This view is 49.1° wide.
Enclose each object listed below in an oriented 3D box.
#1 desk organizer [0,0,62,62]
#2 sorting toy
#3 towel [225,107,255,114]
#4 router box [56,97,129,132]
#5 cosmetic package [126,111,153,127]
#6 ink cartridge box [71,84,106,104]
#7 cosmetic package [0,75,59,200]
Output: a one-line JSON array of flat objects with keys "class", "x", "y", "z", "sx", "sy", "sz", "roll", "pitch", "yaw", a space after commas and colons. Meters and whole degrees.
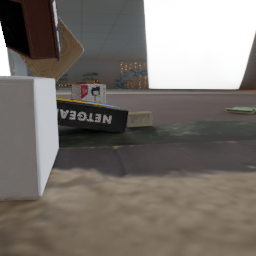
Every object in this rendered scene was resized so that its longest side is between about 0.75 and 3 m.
[{"class": "desk organizer", "x": -1.838, "y": -2.621, "z": 4.571, "sx": 1.118, "sy": 2.904, "sz": 1.041, "roll": -5, "pitch": 32, "yaw": -8}, {"class": "sorting toy", "x": -2.959, "y": -2.974, "z": 10.229, "sx": 2.154, "sy": 2.327, "sz": 0.424, "roll": -41, "pitch": -4, "yaw": 20}, {"class": "towel", "x": 5.739, "y": -0.924, "z": 13.935, "sx": 1.368, "sy": 0.210, "sz": 1.793, "roll": 6, "pitch": 12, "yaw": 37}, {"class": "router box", "x": -1.656, "y": -0.496, "z": 8.723, "sx": 2.852, "sy": 0.728, "sz": 2.127, "roll": 6, "pitch": 7, "yaw": -20}, {"class": "cosmetic package", "x": 0.351, "y": -0.302, "z": 9.464, "sx": 0.929, "sy": 0.488, "sz": 0.330, "roll": -3, "pitch": 10, "yaw": -23}, {"class": "ink cartridge box", "x": -1.977, "y": -1.577, "z": 14.382, "sx": 0.761, "sy": 1.340, "sz": 1.839, "roll": 7, "pitch": 12, "yaw": 35}, {"class": "cosmetic package", "x": -2.579, "y": -0.038, "z": 4.509, "sx": 2.649, "sy": 1.628, "sz": 2.640, "roll": 0, "pitch": 10, "yaw": -10}]
